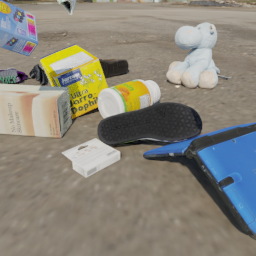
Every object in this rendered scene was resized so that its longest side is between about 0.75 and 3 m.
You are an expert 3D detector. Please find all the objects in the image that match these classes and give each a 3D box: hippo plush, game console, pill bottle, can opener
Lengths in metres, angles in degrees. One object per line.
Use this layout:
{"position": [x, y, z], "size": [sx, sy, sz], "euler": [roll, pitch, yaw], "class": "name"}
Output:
{"position": [2.717, -2.719, 10.310], "size": [2.608, 2.097, 2.077], "euler": [-4, 27, -8], "class": "hippo plush"}
{"position": [2.172, 0.721, 5.362], "size": [2.842, 1.682, 2.426], "euler": [-14, 58, -28], "class": "game console"}
{"position": [0.097, -0.810, 7.833], "size": [0.966, 0.966, 1.739], "euler": [24, 35, 38], "class": "pill bottle"}
{"position": [-3.424, -2.037, 10.903], "size": [0.518, 0.642, 1.633], "euler": [30, 11, -37], "class": "can opener"}

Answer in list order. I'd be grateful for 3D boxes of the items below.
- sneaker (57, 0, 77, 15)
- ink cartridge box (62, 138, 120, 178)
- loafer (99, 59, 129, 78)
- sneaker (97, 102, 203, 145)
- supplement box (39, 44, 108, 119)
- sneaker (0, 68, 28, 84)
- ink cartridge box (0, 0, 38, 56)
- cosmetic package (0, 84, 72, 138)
{"position": [-1.937, -3.924, 7.940], "size": [0.603, 1.603, 0.709], "euler": [-11, 65, 20], "class": "sneaker"}
{"position": [-0.773, 0.598, 5.904], "size": [0.939, 0.210, 0.828], "euler": [-24, 36, -39], "class": "ink cartridge box"}
{"position": [-1.017, -2.391, 11.309], "size": [2.136, 0.780, 0.758], "euler": [-9, 20, -33], "class": "loafer"}
{"position": [0.449, -0.065, 6.299], "size": [2.342, 0.840, 0.970], "euler": [-3, -6, 10], "class": "sneaker"}
{"position": [-1.642, -1.503, 8.496], "size": [1.306, 1.314, 2.400], "euler": [-27, 33, -13], "class": "supplement box"}
{"position": [-4.441, -1.846, 10.277], "size": [0.743, 0.631, 1.697], "euler": [13, 29, 14], "class": "sneaker"}
{"position": [-2.155, -1.768, 4.763], "size": [1.108, 0.423, 0.756], "euler": [10, 54, -41], "class": "ink cartridge box"}
{"position": [-2.575, -0.451, 7.027], "size": [2.090, 1.080, 0.912], "euler": [3, 27, 8], "class": "cosmetic package"}
